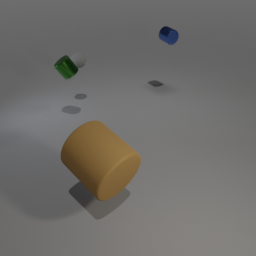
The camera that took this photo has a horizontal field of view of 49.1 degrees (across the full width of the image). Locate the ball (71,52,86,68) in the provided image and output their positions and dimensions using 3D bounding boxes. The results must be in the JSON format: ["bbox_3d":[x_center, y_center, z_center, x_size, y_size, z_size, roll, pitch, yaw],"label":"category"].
[{"bbox_3d":[-2.230,-3.046,12.592,0.700,0.700,0.700,0,31,0],"label":"ball"}]

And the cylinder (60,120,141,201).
[{"bbox_3d":[-0.650,0.763,6.734,1.400,1.400,1.400,-28,56,-38],"label":"cylinder"}]

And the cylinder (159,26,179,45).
[{"bbox_3d":[1.951,-4.440,13.444,0.700,0.700,0.700,-18,42,-27],"label":"cylinder"}]

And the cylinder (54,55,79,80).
[{"bbox_3d":[-2.434,-2.383,11.064,0.700,0.700,0.700,-26,36,21],"label":"cylinder"}]
